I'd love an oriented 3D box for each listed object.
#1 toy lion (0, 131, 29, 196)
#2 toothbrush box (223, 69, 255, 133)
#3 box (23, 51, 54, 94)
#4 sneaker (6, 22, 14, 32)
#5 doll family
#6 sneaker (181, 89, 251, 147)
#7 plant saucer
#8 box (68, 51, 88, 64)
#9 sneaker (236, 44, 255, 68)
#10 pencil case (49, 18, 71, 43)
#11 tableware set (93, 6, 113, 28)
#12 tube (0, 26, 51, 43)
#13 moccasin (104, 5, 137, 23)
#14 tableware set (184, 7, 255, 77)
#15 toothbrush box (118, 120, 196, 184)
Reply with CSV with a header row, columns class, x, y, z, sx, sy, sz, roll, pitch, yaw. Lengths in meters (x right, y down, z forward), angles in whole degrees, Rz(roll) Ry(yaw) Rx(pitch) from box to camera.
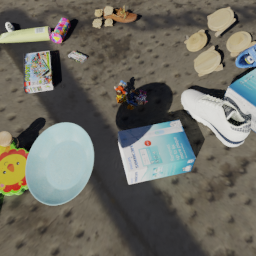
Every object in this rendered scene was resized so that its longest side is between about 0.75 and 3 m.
class,x,y,z,sx,sy,sz,roll,pitch,yaw
toy lion,-3.919,1.267,8.711,2.075,0.712,1.989,-29,70,-11
toothbrush box,4.991,-1.187,10.240,2.471,1.054,1.809,-33,61,-21
box,-3.688,-2.326,11.518,1.125,0.355,2.044,-10,55,-7
sneaker,-5.640,-4.844,13.357,0.358,0.377,0.936,-25,56,-15
doll family,0.042,-1.121,10.596,1.374,0.619,0.853,23,48,-5
sneaker,3.053,-0.637,9.814,1.080,1.138,2.827,-35,59,-21
plant saucer,-1.443,0.781,6.166,1.811,0.349,1.811,-9,69,24
box,-2.194,-3.094,12.220,0.760,0.132,0.418,29,59,19
sneaker,5.235,-2.934,10.903,1.053,2.559,0.946,-35,94,-14
pencil case,-3.137,-4.530,13.009,0.600,0.600,1.358,10,52,8
tableware set,-1.207,-5.389,13.633,0.986,0.137,1.180,1,80,12
tube,-4.737,-4.223,12.829,2.376,0.689,0.617,-6,90,-1
moccasin,-0.375,-5.611,13.738,1.697,0.655,0.621,19,56,13
tableware set,3.650,-3.625,11.742,2.436,0.338,2.916,-32,53,23
toothbrush box,0.845,0.745,8.936,2.104,0.897,1.540,-11,54,-6
